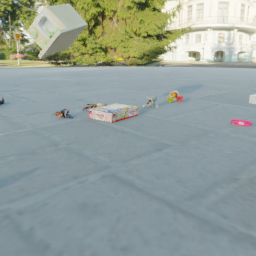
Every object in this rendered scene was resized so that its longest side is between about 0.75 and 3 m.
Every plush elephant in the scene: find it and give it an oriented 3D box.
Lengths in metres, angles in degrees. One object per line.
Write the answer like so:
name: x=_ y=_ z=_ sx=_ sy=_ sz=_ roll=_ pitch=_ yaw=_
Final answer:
plush elephant: x=1.138 y=-1.330 z=13.890 sx=0.805 sy=0.623 sz=0.663 roll=6 pitch=17 yaw=20

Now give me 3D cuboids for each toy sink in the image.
toy sink: x=-2.691 y=-3.583 z=10.184 sx=1.356 sy=1.165 sz=2.080 roll=-38 pitch=9 yaw=33

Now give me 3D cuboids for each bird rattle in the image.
bird rattle: x=2.550 y=-1.683 z=15.154 sx=0.882 sy=0.719 sz=0.497 roll=-6 pitch=32 yaw=13

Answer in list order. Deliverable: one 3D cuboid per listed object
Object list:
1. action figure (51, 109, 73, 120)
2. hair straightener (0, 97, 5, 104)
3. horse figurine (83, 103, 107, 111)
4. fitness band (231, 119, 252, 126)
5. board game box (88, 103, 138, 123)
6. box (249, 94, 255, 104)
action figure: x=-2.683 y=-0.598 z=11.711 sx=0.801 sy=0.419 sz=0.775 roll=10 pitch=27 yaw=30
hair straightener: x=-7.104 y=-1.327 z=14.199 sx=0.844 sy=0.449 sz=2.195 roll=3 pitch=16 yaw=10
horse figurine: x=-1.394 y=-0.975 z=13.039 sx=1.434 sy=0.358 sz=0.951 roll=1 pitch=3 yaw=26
fitness band: x=4.354 y=-0.202 z=10.782 sx=0.774 sy=0.145 sz=0.556 roll=15 pitch=19 yaw=40
board game box: x=-0.595 y=-0.675 z=11.933 sx=1.326 sy=0.405 sz=1.750 roll=12 pitch=20 yaw=37
box: x=6.996 y=-1.510 z=14.886 sx=0.623 sy=0.435 sz=0.818 roll=-10 pitch=18 yaw=-31
